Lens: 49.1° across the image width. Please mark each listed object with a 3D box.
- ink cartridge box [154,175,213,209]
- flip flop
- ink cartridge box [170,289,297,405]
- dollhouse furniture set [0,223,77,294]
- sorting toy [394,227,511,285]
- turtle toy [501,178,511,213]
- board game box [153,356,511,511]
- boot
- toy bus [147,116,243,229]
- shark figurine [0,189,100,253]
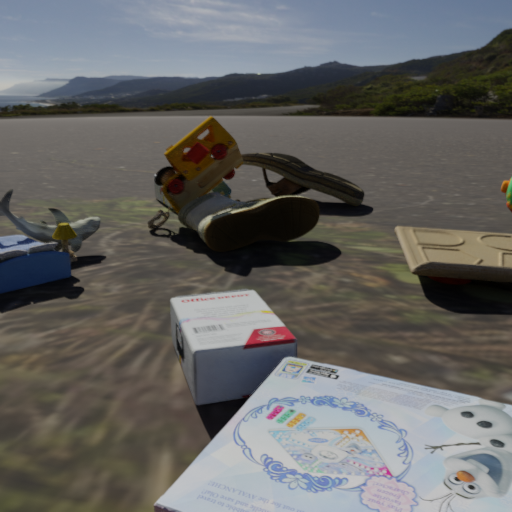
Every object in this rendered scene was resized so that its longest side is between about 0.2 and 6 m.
[{"bbox_3d":[-1.526,-1.418,11.968,0.984,0.565,1.356,-8,19,-24],"label":"ink cartridge box"},{"bbox_3d":[0.843,-1.587,12.253,3.144,0.905,1.275,25,22,23],"label":"flip flop"},{"bbox_3d":[-0.243,0.752,4.968,0.862,0.490,1.183,-5,18,-16],"label":"ink cartridge box"},{"bbox_3d":[-3.722,-0.431,7.304,2.148,1.402,2.028,-14,22,-39],"label":"dollhouse furniture set"},{"bbox_3d":[3.459,0.071,7.541,2.951,0.395,2.198,4,16,6],"label":"sorting toy"},{"bbox_3d":[4.888,-0.986,9.843,1.470,0.743,1.071,15,48,-34],"label":"turtle toy"},{"bbox_3d":[0.647,1.304,3.325,1.790,0.388,1.781,8,19,25],"label":"board game box"},{"bbox_3d":[-0.146,-0.686,9.262,2.033,0.733,1.572,-14,21,-22],"label":"boot"},{"bbox_3d":[-1.188,-1.584,10.010,1.930,1.821,0.997,-20,62,-47],"label":"toy bus"},{"bbox_3d":[-3.097,-0.312,8.155,1.532,0.639,0.915,13,44,-25],"label":"shark figurine"}]
